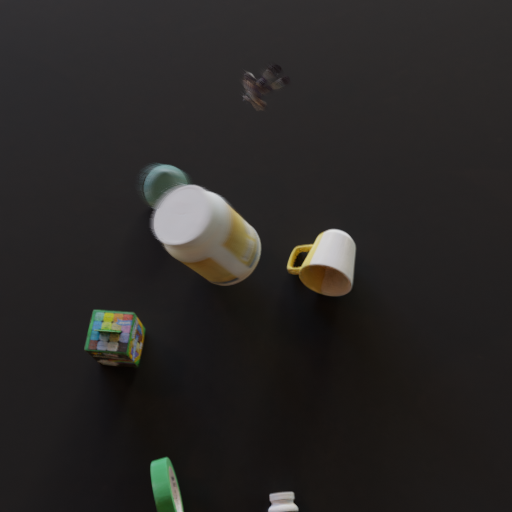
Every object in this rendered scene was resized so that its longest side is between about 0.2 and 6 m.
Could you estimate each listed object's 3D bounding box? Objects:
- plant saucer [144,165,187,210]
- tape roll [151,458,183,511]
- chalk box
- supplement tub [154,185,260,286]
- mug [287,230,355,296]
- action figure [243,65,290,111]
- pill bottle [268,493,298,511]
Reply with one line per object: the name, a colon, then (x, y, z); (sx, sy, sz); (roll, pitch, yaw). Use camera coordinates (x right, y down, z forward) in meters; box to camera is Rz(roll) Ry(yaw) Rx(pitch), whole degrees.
plant saucer: (-1.997, -1.465, 12.167); (1.025, 0.184, 1.025); (1, 93, 15)
tape roll: (-1.469, 3.983, 9.319); (0.281, 1.167, 1.167); (-14, 65, -6)
chalk box: (-2.637, 1.504, 10.420); (0.812, 1.300, 0.806); (5, 65, 2)
supplement tub: (-0.906, -0.370, 10.734); (1.411, 1.951, 1.411); (-11, 63, 23)
mug: (1.398, 0.026, 11.312); (1.329, 1.064, 1.091); (20, 58, 2)
action figure: (0.087, -3.182, 10.565); (0.393, 1.134, 0.738); (-42, 104, -38)
pill bottle: (0.472, 4.487, 9.450); (0.507, 0.507, 0.875); (-5, 64, -2)
